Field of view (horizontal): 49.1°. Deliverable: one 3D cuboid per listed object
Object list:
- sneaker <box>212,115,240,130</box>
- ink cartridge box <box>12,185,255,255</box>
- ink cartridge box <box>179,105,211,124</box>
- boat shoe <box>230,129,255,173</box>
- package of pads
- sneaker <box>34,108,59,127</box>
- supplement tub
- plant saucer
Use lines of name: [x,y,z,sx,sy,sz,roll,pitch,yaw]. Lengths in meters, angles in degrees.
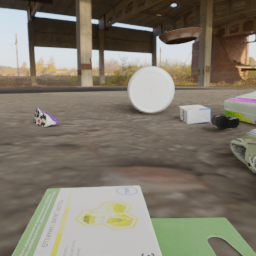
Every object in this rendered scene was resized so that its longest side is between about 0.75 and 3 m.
sneaker: [2.583,-0.190,7.746,1.026,0.388,0.449,5,15,-35]
ink cartridge box: [0.158,0.904,2.281,1.874,0.449,1.363,-2,10,-4]
ink cartridge box: [2.269,-0.496,9.690,0.776,0.457,1.348,-5,11,-1]
boat shoe: [2.151,0.478,4.312,0.628,0.729,2.025,-24,4,8]
package of pads: [4.564,-0.737,9.312,1.739,0.768,2.251,-16,15,-11]
sneaker: [-2.621,-0.266,8.924,0.537,0.519,1.287,11,10,-40]
supplement tub: [1.000,-1.653,12.049,1.928,1.928,2.666,1,11,7]
plant saucer: [1.356,-2.337,7.232,1.136,0.208,1.136,-7,5,1]
